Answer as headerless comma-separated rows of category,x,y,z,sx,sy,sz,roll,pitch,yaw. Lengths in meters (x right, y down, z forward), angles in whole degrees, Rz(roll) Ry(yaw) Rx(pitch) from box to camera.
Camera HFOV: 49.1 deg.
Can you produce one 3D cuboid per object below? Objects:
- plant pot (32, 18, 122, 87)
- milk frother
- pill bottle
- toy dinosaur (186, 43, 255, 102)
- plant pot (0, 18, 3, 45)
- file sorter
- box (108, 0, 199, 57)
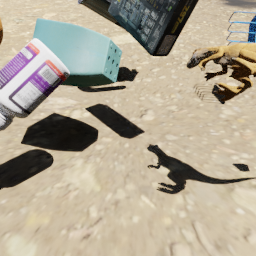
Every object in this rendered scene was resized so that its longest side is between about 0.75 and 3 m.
plant pot,-1.046,-1.494,5.998,1.639,1.158,1.159,12,-2,18
milk frother,0.034,-4.282,8.372,2.169,2.306,2.081,21,3,-28
pill bottle,-1.838,-0.714,4.853,1.540,0.858,0.858,-45,47,-5
toy dinosaur,2.057,-1.094,4.423,2.680,0.809,1.423,14,50,34
plant pot,-3.453,-2.079,5.513,1.546,1.546,1.082,15,42,21
file sorter,3.235,-2.598,7.988,0.737,1.201,0.834,7,0,7
box,0.625,-2.924,5.654,0.590,2.314,1.825,-13,54,-40
